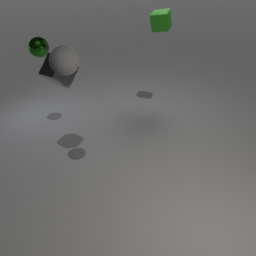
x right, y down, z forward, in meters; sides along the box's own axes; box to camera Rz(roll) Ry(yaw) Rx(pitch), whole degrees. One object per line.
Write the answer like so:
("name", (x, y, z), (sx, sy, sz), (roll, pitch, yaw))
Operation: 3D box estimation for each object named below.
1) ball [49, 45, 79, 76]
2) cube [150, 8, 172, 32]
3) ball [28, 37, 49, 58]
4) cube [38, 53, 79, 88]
("ball", (-1.512, -1.598, 6.637), (0.700, 0.700, 0.700), (0, 31, 0))
("cube", (1.350, -4.386, 11.426), (0.700, 0.700, 0.700), (3, 41, 21))
("ball", (-3.099, -2.804, 9.732), (0.700, 0.700, 0.700), (0, 31, 0))
("cube", (-1.986, -1.651, 8.046), (0.700, 0.700, 0.700), (19, -7, 35))
